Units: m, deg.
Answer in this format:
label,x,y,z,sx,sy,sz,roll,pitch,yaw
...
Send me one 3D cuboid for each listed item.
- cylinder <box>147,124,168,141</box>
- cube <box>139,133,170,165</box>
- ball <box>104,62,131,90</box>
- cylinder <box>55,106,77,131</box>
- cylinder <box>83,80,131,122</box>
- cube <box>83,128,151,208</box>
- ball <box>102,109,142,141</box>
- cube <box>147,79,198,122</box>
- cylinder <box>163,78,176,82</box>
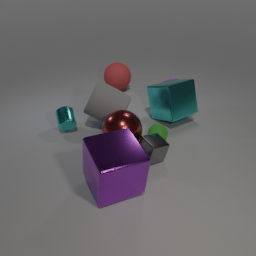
label,x,y,z,sx,sy,sz,roll,pitch,yaw
cylinder,1.029,0.318,9.959,0.700,0.700,0.700,7,30,12
cube,0.804,0.676,9.139,0.700,0.700,0.700,-9,39,-34
ball,-0.539,-2.649,14.368,1.400,1.400,1.400,0,30,0
cylinder,-2.379,-0.357,10.740,0.700,0.700,0.700,-10,62,-17
cylinder,-0.807,-0.914,10.872,1.400,1.400,1.400,27,29,-8
cube,-0.374,1.056,7.727,1.400,1.400,1.400,-12,42,-22
ball,-0.203,0.061,9.689,1.400,1.400,1.400,0,30,0
cube,1.809,-1.164,11.454,1.400,1.400,1.400,-19,17,-29
cylinder,2.131,-2.037,13.895,0.700,0.700,0.700,-15,16,5
